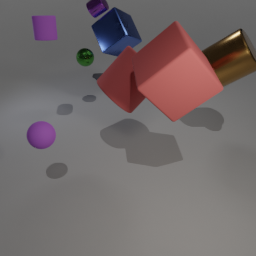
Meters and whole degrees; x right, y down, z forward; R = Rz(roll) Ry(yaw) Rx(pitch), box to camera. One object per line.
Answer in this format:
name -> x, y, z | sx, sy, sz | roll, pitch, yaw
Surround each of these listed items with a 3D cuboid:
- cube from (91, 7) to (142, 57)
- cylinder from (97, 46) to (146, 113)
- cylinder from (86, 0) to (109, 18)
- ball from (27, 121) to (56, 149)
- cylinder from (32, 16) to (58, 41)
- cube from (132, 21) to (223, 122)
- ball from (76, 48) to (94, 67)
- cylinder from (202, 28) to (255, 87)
cube -> -0.488, -4.180, 12.403 | 1.400, 1.400, 1.400 | -27, -9, 29
cylinder -> 0.049, -1.399, 8.181 | 1.400, 1.400, 1.400 | -46, 36, 11
cylinder -> -1.281, -5.136, 11.810 | 0.700, 0.700, 0.700 | -24, 25, 24
ball -> -2.158, 0.177, 6.983 | 0.700, 0.700, 0.700 | 0, 33, 0
cylinder -> -2.545, -3.064, 8.574 | 0.700, 0.700, 0.700 | 0, 21, 0
cube -> 1.096, -1.299, 6.565 | 1.400, 1.400, 1.400 | -35, 37, 24
ball -> -1.674, -2.762, 10.953 | 0.700, 0.700, 0.700 | 0, 33, 0
cylinder -> 3.267, -2.190, 8.948 | 1.400, 1.400, 1.400 | -27, 18, 33
